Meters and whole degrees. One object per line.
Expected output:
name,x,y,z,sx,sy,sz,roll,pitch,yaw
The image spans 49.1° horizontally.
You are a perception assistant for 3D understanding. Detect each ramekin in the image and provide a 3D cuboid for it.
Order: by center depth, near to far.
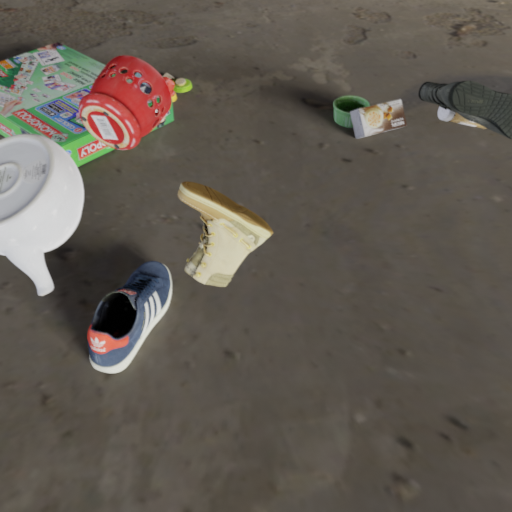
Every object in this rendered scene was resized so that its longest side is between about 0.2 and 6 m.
ramekin,2.307,-3.499,13.642,0.892,0.436,0.892,0,43,0

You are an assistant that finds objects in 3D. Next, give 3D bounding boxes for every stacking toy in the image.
stacking toy,-2.438,-4.666,14.782,1.381,0.583,1.251,30,51,27

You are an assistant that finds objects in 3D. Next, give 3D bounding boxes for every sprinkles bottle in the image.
sprinkles bottle,3.978,-2.673,10.655,1.049,0.358,0.358,5,40,-21

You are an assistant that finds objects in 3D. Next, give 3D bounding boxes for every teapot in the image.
teapot,-3.218,-0.744,8.076,1.874,1.387,1.899,31,76,28

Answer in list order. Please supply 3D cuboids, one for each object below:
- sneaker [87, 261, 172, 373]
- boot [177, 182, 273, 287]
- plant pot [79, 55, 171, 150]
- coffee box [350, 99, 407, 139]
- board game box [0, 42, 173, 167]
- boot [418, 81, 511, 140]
sneaker,-1.939,0.707,8.784,0.841,0.948,2.244,8,43,9
boot,-0.651,-0.239,7.488,1.521,1.182,0.554,26,21,-41
plant pot,-1.811,-2.049,7.692,1.038,1.038,0.945,15,57,16
coffee box,2.856,-3.195,13.084,1.155,0.660,0.460,-16,8,-17
board game box,-4.867,-3.852,13.818,4.846,0.705,3.261,33,53,30
boot,3.875,-2.555,9.625,1.978,0.670,1.292,20,15,-16
